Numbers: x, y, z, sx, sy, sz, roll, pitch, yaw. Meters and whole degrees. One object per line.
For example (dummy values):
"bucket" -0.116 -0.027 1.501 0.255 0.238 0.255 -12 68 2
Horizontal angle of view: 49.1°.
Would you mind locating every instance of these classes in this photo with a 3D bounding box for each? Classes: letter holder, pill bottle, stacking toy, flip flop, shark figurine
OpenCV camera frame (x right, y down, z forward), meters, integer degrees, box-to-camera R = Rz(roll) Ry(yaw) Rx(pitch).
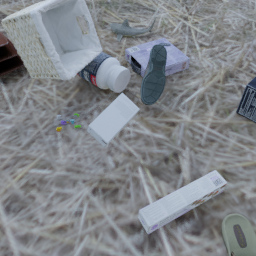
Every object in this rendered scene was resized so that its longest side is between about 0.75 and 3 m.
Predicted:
"letter holder" -5.378 -3.452 11.634 1.779 1.259 2.503 -31 54 -27
"pill bottle" -1.041 -2.260 10.884 2.159 1.291 1.291 32 55 25
"stacking toy" -2.079 -0.195 9.761 0.840 0.197 0.633 -7 49 -9
"flip flop" 2.877 3.072 6.354 1.023 0.726 2.522 -4 47 -4
"shark figurine" 0.215 -4.935 13.641 2.302 0.961 1.376 1 49 4

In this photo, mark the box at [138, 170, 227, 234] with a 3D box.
"box" 1.501 1.948 7.547 2.574 0.498 0.533 -23 51 -20

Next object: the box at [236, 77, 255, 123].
"box" 4.647 -0.873 9.573 1.337 1.348 0.830 35 57 27

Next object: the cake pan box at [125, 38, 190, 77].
"cake pan box" 1.204 -2.981 12.071 2.193 0.573 2.019 -23 49 -20

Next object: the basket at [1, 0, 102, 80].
"basket" -2.410 -2.988 9.230 1.823 2.246 2.266 2 38 32

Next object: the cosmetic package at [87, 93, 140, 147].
"cosmetic package" -0.355 -0.201 6.899 0.638 0.464 1.254 44 69 2

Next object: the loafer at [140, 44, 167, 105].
"loafer" 0.921 -1.840 10.117 0.830 0.727 2.311 16 77 -9
